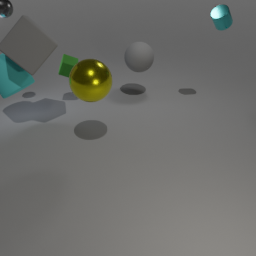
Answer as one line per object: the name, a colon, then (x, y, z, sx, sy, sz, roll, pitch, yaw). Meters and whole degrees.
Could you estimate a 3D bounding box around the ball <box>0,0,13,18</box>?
ball: (-4.566, -4.387, 10.235, 0.700, 0.700, 0.700, 0, 32, 0)

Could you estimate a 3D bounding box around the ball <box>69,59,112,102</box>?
ball: (-1.207, -1.534, 9.103, 1.400, 1.400, 1.400, 0, 32, 0)

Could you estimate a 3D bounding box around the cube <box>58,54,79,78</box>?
cube: (-2.672, -2.764, 12.578, 0.700, 0.700, 0.700, 15, 42, -20)

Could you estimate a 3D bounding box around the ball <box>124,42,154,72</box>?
ball: (0.529, -3.338, 13.219, 1.400, 1.400, 1.400, 0, 32, 0)

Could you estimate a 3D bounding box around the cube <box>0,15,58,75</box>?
cube: (-3.459, -2.921, 9.849, 1.400, 1.400, 1.400, -48, 24, 6)

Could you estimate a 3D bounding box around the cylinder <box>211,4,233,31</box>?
cylinder: (3.693, -4.342, 11.027, 0.700, 0.700, 0.700, -15, 60, 27)

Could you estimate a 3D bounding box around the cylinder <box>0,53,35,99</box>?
cylinder: (-4.630, -2.085, 10.942, 1.400, 1.400, 1.400, -27, 15, 8)
